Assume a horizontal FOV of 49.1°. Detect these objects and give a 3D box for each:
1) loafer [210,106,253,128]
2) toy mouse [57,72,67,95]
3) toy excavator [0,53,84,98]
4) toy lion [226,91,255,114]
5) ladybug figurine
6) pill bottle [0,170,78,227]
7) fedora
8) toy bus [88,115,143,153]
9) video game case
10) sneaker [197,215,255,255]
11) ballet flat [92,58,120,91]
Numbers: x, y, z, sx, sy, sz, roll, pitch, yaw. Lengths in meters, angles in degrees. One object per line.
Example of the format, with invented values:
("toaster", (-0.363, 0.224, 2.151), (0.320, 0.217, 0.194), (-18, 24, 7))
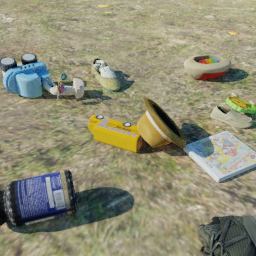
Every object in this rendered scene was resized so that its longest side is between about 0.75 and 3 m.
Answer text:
("loafer", (3.815, -0.426, 10.304), (1.517, 0.518, 0.574), (16, 38, 22))
("toy mouse", (-2.603, -1.787, 11.171), (0.234, 1.073, 1.208), (14, 61, -24))
("toy excavator", (-3.670, -1.921, 12.012), (2.770, 1.423, 2.849), (-24, 55, -32))
("toy lion", (4.307, -0.879, 10.639), (1.225, 0.421, 1.174), (25, 31, 2))
("ladybug figurine", (3.862, -2.939, 13.590), (2.434, 0.875, 1.652), (-9, 36, -13))
("pill bottle", (-2.261, 1.720, 6.737), (1.939, 1.084, 1.084), (-10, 36, -15))
("fedora", (0.930, 0.004, 8.973), (0.907, 2.224, 2.224), (-42, 34, 16))
("toy bus", (-0.464, 0.164, 9.352), (1.955, 0.636, 0.765), (15, 37, 19))
("video game case", (2.974, 0.819, 8.784), (1.846, 0.211, 1.680), (-16, 38, -22))
("sneaker", (2.073, 2.675, 5.595), (1.310, 0.874, 2.287), (2, 32, 6))
("ballet flat", (-1.096, -2.600, 13.127), (0.923, 0.923, 2.612), (-14, 38, -19))
